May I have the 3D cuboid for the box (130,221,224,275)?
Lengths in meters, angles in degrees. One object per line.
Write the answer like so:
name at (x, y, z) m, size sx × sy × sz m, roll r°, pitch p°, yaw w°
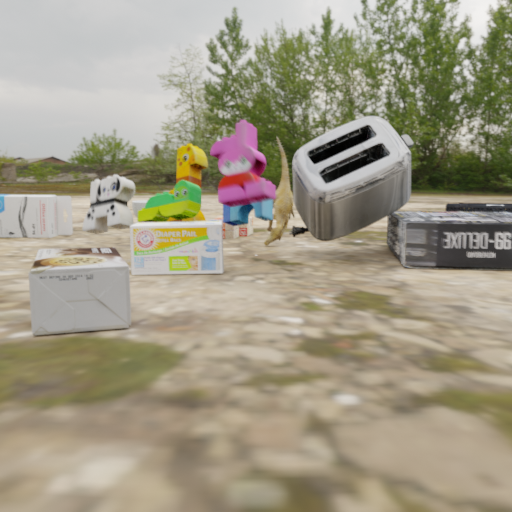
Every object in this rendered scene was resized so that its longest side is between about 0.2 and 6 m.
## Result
box at (-1.124, -0.126, 8.053) m, size 1.291 × 0.726 × 0.654 m, roll -2°, pitch 8°, yaw -3°

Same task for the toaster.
toaster at (1.526, -1.289, 9.512) m, size 2.388 × 1.357 × 1.543 m, roll -24°, pitch -27°, yaw -4°

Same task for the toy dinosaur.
toy dinosaur at (0.564, -1.186, 11.673) m, size 0.675 × 2.320 × 1.173 m, roll 8°, pitch -18°, yaw -3°

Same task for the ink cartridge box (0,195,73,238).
ink cartridge box at (-5.175, -0.918, 12.945) m, size 1.681 × 0.974 × 0.561 m, roll 0°, pitch 8°, yaw 1°

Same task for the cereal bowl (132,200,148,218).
cereal bowl at (-2.683, -1.225, 16.127) m, size 1.742 × 0.725 × 1.742 m, roll -1°, pitch 8°, yaw 0°

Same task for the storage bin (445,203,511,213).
storage bin at (4.824, -0.645, 11.473) m, size 1.808 × 0.847 × 1.222 m, roll 2°, pitch 8°, yaw 20°

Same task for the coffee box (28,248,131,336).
coffee box at (-1.722, 0.290, 5.476) m, size 0.835 × 0.589 × 1.477 m, roll -2°, pitch 8°, yaw -18°

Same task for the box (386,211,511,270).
box at (3.509, -0.334, 9.507) m, size 2.307 × 0.728 × 2.925 m, roll 1°, pitch 8°, yaw 7°

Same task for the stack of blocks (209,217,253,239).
stack of blocks at (-0.581, -0.678, 13.251) m, size 0.812 × 0.413 × 1.411 m, roll 1°, pitch 8°, yaw 10°

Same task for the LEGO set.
LEGO set at (-0.986, -1.181, 8.570) m, size 3.478 × 1.427 × 1.327 m, roll -8°, pitch -13°, yaw 33°
